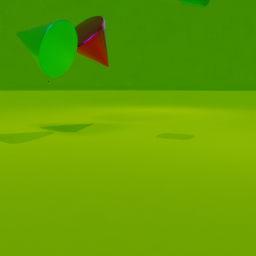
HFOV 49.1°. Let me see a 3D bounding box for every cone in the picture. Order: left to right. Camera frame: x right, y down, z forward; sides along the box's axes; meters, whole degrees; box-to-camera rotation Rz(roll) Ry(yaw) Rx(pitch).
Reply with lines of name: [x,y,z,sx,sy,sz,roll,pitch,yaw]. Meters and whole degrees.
cone: [-2.599,-2.486,8.043,1.629,1.623,1.623,24,16,18]
cone: [-1.111,-2.731,9.860,1.631,1.631,1.637,7,-31,40]

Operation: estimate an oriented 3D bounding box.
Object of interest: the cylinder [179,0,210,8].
cylinder: [2.038,-4.087,8.481,0.747,0.747,0.747,26,22,33]
